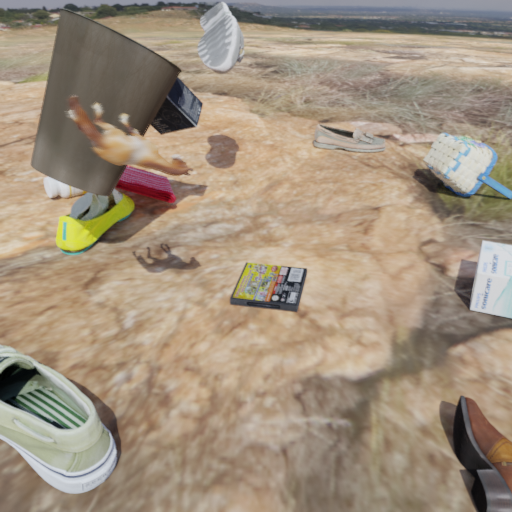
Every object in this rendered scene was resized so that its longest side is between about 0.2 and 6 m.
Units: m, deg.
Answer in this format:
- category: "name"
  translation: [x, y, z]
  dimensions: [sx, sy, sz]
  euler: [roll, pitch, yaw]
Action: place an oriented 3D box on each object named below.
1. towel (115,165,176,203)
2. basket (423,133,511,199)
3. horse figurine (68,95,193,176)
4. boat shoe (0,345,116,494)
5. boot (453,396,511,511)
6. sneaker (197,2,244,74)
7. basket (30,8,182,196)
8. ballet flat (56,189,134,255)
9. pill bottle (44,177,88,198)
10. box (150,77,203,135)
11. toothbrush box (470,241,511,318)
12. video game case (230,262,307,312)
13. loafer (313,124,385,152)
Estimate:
- category: "towel"
  translation: [-2.873, -1.887, 13.811]
  dimensions: [1.692, 0.263, 2.340]
  euler: [15, 16, -19]
- category: "basket"
  translation: [5.444, -2.196, 14.228]
  dimensions: [1.985, 1.381, 1.751]
  euler: [28, 17, -25]
- category: "horse figurine"
  translation: [-1.655, -1.439, 6.999]
  dimensions: [1.084, 0.408, 1.636]
  euler: [53, 22, 24]
- category: "boat shoe"
  translation: [-2.994, 1.628, 6.930]
  dimensions: [3.302, 1.024, 1.189]
  euler: [20, 34, 25]
- category: "boot"
  translation: [3.249, 2.281, 6.447]
  dimensions: [1.684, 0.577, 1.586]
  euler: [1, 28, 0]
- category: "sneaker"
  translation: [-0.610, -4.923, 13.007]
  dimensions: [1.050, 1.152, 2.811]
  euler: [-29, 38, 23]
- category: "basket"
  translation: [-2.795, -2.520, 9.812]
  dimensions: [1.767, 2.599, 2.343]
  euler: [30, 9, 37]
- category: "ballet flat"
  translation: [-3.452, -1.028, 12.256]
  dimensions: [0.957, 0.960, 2.864]
  euler: [6, 28, 11]
- category: "pill bottle"
  translation: [-4.630, -1.855, 14.089]
  dimensions: [1.252, 0.701, 0.701]
  euler: [-20, 34, -33]
- category: "box"
  translation: [-1.784, -3.015, 11.199]
  dimensions: [1.004, 0.987, 0.622]
  euler: [-3, 66, 32]
- category: "toothbrush box"
  translation: [4.723, 0.486, 9.587]
  dimensions: [1.853, 0.790, 1.357]
  euler: [11, 29, 22]
- category: "video game case"
  translation: [0.253, 0.545, 10.142]
  dimensions: [1.191, 0.168, 1.317]
  euler: [6, 29, 10]
- category: "loafer"
  translation: [2.932, -3.699, 17.547]
  dimensions: [2.256, 0.709, 0.811]
  euler: [6, 29, 11]
